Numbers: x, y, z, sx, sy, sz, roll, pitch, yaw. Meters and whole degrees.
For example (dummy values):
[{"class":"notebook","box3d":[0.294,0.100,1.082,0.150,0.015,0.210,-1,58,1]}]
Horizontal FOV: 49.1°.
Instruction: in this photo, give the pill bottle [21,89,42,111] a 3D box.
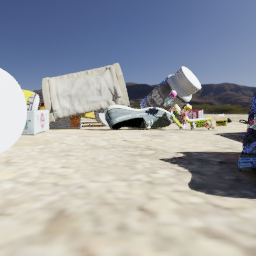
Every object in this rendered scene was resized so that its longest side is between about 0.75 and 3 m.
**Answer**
[{"class":"pill bottle","box3d":[-4.027,-0.842,9.482,1.955,1.117,1.117,13,1,-12]}]

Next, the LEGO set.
[{"class":"LEGO set","box3d":[2.145,-0.298,9.242,2.236,1.029,0.832,27,23,4]}]

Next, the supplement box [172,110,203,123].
[{"class":"supplement box","box3d":[2.909,-0.655,15.252,2.327,0.708,1.266,-2,5,-41]}]

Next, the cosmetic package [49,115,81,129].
[{"class":"cosmetic package","box3d":[-2.323,-0.291,10.135,1.240,0.629,0.442,-1,3,-9]}]

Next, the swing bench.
[{"class":"swing bench","box3d":[-1.581,-1.280,10.632,2.775,1.810,2.790,-12,-1,-6]}]

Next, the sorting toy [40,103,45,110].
[{"class":"sorting toy","box3d":[-4.166,-0.710,13.438,2.987,1.040,2.969,0,4,5]}]

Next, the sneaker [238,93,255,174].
[{"class":"sneaker","box3d":[1.714,-0.045,3.146,0.969,1.009,2.572,0,3,16]}]

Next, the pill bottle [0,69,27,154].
[{"class":"pill bottle","box3d":[-2.452,-0.222,3.568,2.351,1.320,1.320,3,4,33]}]

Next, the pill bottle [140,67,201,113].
[{"class":"pill bottle","box3d":[1.914,-1.456,12.701,2.582,1.469,1.469,-42,-20,29]}]

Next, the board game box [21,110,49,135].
[{"class":"board game box","box3d":[-3.541,-0.181,8.093,2.136,0.686,1.576,0,4,-2]}]

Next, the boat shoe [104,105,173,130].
[{"class":"boat shoe","box3d":[0.439,-0.194,9.640,2.526,0.920,0.780,6,45,-20]}]

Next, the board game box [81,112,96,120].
[{"class":"board game box","box3d":[-1.503,-0.712,14.811,2.592,0.523,1.983,7,-1,-34]}]

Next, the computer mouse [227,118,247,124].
[{"class":"computer mouse","box3d":[5.083,-0.276,13.516,1.541,0.262,0.452,7,-18,29]}]

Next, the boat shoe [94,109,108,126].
[{"class":"boat shoe","box3d":[-1.001,-0.515,12.026,0.808,0.885,2.459,-3,1,18]}]
